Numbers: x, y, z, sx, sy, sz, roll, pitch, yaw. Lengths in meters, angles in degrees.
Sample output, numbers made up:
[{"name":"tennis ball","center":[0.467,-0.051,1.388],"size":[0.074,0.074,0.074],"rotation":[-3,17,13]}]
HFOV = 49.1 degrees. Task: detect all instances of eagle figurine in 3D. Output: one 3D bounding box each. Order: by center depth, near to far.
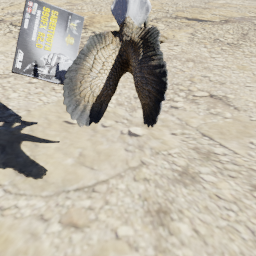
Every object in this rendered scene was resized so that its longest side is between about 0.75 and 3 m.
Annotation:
[{"name":"eagle figurine","center":[0.003,-1.244,5.523],"size":[1.865,1.875,2.471],"rotation":[33,48,-9]}]

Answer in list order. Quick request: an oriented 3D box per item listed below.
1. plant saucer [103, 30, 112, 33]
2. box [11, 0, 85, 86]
[{"name":"plant saucer","center":[-0.497,-3.059,10.101],"size":[0.162,1.100,1.100],"rotation":[-25,8,47]},{"name":"box","center":[-2.067,-2.174,7.294],"size":[1.510,1.907,0.461],"rotation":[12,-1,-26]}]
